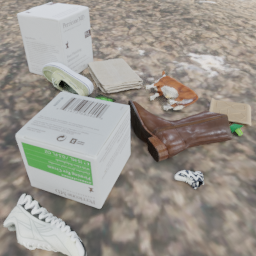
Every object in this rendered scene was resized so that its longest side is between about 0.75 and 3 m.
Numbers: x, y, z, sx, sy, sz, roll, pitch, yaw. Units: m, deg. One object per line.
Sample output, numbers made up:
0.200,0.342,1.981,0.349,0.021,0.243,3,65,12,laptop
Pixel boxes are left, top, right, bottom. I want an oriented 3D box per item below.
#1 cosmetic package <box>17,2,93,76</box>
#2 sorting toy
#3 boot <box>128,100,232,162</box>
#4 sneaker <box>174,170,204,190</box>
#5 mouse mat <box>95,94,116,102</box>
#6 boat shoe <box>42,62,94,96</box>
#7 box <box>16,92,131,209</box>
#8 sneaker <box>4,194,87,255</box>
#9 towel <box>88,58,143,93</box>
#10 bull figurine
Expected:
-3.227,-4.049,12.982,2.280,2.763,2.278,17,40,20,cosmetic package
3.722,-0.405,10.279,1.513,0.301,2.047,14,37,13,sorting toy
1.739,-0.272,9.555,2.950,0.947,2.749,-17,54,-17,boot
1.742,1.467,7.810,0.817,0.326,0.531,6,28,-9,sneaker
-1.027,-1.119,11.434,0.861,0.032,0.693,22,43,26,mouse mat
-2.740,-2.036,11.877,2.743,0.987,0.851,24,45,24,boat shoe
-1.326,0.504,7.726,2.256,1.942,2.267,13,41,16,box
-1.880,2.406,6.319,2.269,0.853,0.920,22,54,31,sneaker
-0.637,-2.422,12.783,1.867,0.486,2.817,-11,39,-17,towel
1.620,-1.504,11.262,1.513,0.812,2.492,-28,39,-22,bull figurine
